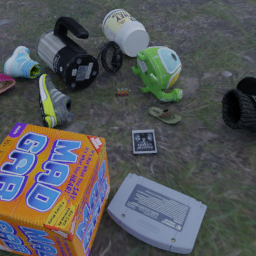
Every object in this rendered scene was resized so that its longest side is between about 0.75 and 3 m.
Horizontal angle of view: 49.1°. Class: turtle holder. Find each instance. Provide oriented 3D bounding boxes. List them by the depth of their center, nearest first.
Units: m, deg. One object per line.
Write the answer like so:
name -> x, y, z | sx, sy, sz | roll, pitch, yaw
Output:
turtle holder -> 1.387, -2.298, 11.538 | 1.663, 1.780, 2.342 | -24, 59, -16

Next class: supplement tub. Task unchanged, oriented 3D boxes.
supplement tub -> -0.123, -4.795, 14.184 | 1.674, 1.674, 2.309 | -21, 50, -19

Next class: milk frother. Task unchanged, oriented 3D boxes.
milk frother -> -2.135, -3.357, 12.863 | 2.909, 2.625, 2.736 | 10, 28, -52

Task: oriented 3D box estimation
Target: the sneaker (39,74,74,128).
sneaker -> -2.935, -1.104, 11.293 | 1.191, 1.087, 2.942 | -4, 49, -22

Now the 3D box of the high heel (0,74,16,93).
high heel -> -6.032, -1.373, 11.443 | 1.413, 0.992, 2.947 | 9, 33, 22

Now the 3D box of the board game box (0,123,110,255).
board game box -> -2.071, 1.777, 7.364 | 2.515, 2.517, 2.515 | 10, 47, 10

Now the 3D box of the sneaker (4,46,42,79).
sneaker -> -4.654, -3.009, 13.122 | 1.499, 0.913, 2.296 | 10, 42, -4

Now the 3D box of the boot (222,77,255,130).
boot -> 4.345, -1.052, 10.491 | 2.235, 1.125, 2.989 | 10, 43, -23

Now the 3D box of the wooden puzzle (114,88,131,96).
wooden puzzle -> -0.230, -1.568, 12.239 | 0.758, 0.053, 0.449 | -4, 47, -7

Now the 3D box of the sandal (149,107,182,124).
sandal -> 1.438, -0.542, 11.040 | 1.378, 0.393, 0.547 | 23, 51, 20

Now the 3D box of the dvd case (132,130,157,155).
dvd case -> 0.583, 0.514, 10.219 | 0.835, 0.137, 1.111 | -2, 46, -1

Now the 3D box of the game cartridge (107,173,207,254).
game cartridge -> 0.796, 2.464, 8.153 | 2.579, 0.536, 1.717 | 21, 54, 19
